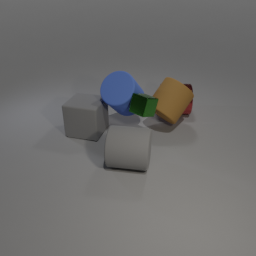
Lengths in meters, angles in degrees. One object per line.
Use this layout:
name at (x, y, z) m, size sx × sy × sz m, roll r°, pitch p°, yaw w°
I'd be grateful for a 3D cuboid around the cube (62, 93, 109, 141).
cube at (-1.673, -0.480, 11.347) m, size 1.400 × 1.400 × 1.400 m, roll 8°, pitch 31°, yaw 14°

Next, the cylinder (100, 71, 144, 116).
cylinder at (-0.180, -1.324, 11.014) m, size 1.400 × 1.400 × 1.400 m, roll 14°, pitch -9°, yaw 23°

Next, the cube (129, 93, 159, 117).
cube at (0.567, -0.834, 10.164) m, size 0.700 × 0.700 × 0.700 m, roll 26°, pitch 20°, yaw 36°

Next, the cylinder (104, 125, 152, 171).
cylinder at (0.035, 0.657, 9.350) m, size 1.400 × 1.400 × 1.400 m, roll 5°, pitch 30°, yaw 8°

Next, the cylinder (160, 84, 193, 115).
cylinder at (2.155, -1.320, 12.819) m, size 1.400 × 1.400 × 1.400 m, roll 1°, pitch 30°, yaw 3°

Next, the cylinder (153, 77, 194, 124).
cylinder at (1.716, -1.107, 11.393) m, size 1.400 × 1.400 × 1.400 m, roll 35°, pitch -1°, yaw 1°
